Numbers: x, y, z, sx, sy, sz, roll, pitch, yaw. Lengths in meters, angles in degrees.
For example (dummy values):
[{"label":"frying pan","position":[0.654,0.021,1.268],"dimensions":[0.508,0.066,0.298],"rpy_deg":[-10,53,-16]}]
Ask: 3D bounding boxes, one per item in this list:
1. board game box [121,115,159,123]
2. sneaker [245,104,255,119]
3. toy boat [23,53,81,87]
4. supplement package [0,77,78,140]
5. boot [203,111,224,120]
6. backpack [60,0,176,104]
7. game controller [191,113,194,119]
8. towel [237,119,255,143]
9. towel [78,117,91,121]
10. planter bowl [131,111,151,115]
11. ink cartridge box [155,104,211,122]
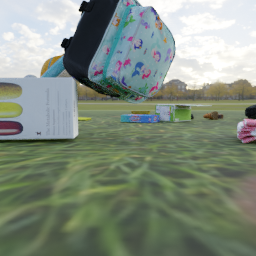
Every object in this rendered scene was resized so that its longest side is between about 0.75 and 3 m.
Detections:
[{"label":"board game box","position":[0.499,-0.390,11.387],"dimensions":[1.317,0.296,1.002],"rpy_deg":[2,5,23]},{"label":"sneaker","position":[6.526,-0.803,14.064],"dimensions":[1.148,0.960,2.528],"rpy_deg":[-8,-5,15]},{"label":"toy boat","position":[-2.133,-1.471,8.071],"dimensions":[2.660,1.236,2.236],"rpy_deg":[-27,23,44]},{"label":"supplement package","position":[-2.008,-0.353,5.365],"dimensions":[2.005,1.140,1.098],"rpy_deg":[-1,3,-6]},{"label":"boot","position":[3.984,-0.609,13.480],"dimensions":[1.071,0.411,0.832],"rpy_deg":[-3,6,-45]},{"label":"backpack","position":[-0.001,-1.613,6.258],"dimensions":[1.756,2.071,2.333],"rpy_deg":[23,-1,29]},{"label":"game controller","position":[2.439,-0.647,14.510],"dimensions":[1.251,0.505,2.397],"rpy_deg":[14,2,-13]},{"label":"towel","position":[3.353,0.094,5.128],"dimensions":[2.517,0.376,1.842],"rpy_deg":[4,6,22]},{"label":"towel","position":[-2.470,-0.405,12.927],"dimensions":[1.469,0.133,0.632],"rpy_deg":[3,10,20]},{"label":"planter bowl","position":[0.624,-0.634,13.760],"dimensions":[1.022,0.426,1.022],"rpy_deg":[1,4,0]},{"label":"ink cartridge box","position":[2.293,-0.622,11.670],"dimensions":[1.929,0.731,1.426],"rpy_deg":[5,6,41]}]
